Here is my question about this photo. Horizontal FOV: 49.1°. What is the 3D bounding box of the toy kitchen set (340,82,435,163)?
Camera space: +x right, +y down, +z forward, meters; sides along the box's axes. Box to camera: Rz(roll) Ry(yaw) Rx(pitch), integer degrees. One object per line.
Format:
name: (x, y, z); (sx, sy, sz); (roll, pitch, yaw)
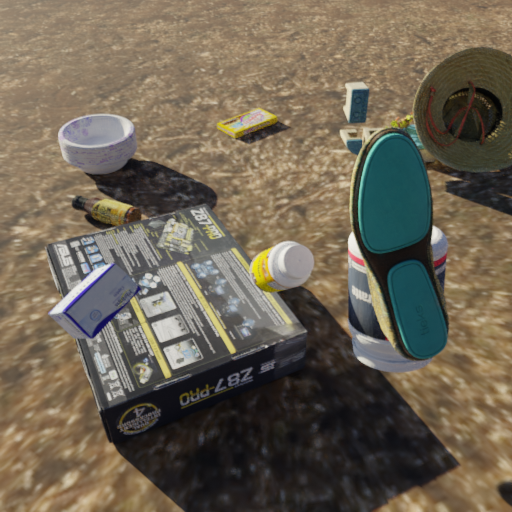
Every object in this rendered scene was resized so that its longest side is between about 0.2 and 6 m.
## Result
toy kitchen set: (3.279, -3.268, 13.632); (2.149, 1.722, 1.266); (-5, 38, -6)

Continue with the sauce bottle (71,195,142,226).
sauce bottle: (-3.161, -0.938, 11.741); (1.555, 0.513, 0.513); (14, 41, 21)

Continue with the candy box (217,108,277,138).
candy box: (-0.235, -3.640, 15.316); (1.530, 0.202, 0.782); (-29, 49, -31)

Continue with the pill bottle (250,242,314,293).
pill bottle: (0.367, 0.159, 7.822); (0.628, 1.150, 0.628); (3, 79, -19)

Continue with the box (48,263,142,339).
box: (-1.856, 0.524, 6.406); (0.787, 0.449, 0.856); (-49, 19, -27)

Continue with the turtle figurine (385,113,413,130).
turtle figurine: (3.655, -3.331, 14.145); (0.873, 0.348, 1.082); (-31, 9, -29)

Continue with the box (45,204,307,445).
box: (-1.470, 0.765, 9.233); (3.146, 0.959, 3.904); (-19, 43, -20)

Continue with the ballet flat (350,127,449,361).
ballet flat: (1.361, -0.094, 5.574); (0.833, 2.357, 0.833); (-15, 15, 4)

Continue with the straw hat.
straw hat: (5.270, -3.485, 14.062); (3.239, 3.239, 1.371); (-4, -1, -5)

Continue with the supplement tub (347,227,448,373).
supplement tub: (1.757, 0.479, 7.082); (1.185, 1.688, 1.185); (-3, 22, 1)

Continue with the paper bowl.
paper bowl: (-3.759, -2.625, 13.469); (1.772, 0.922, 1.772); (0, 39, 0)
